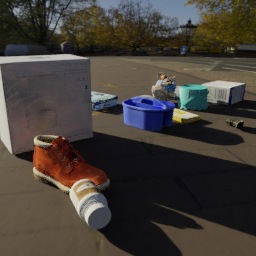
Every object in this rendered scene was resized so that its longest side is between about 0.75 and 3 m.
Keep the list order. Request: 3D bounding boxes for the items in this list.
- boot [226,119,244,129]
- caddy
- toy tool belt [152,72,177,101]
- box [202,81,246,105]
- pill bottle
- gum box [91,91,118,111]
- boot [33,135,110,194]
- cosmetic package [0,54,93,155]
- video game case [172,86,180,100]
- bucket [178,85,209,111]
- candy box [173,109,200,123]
[{"bbox_3d":[4.278,-0.171,11.382,0.654,0.313,0.866,11,15,35],"label":"boot"},{"bbox_3d":[0.839,-0.753,11.666,2.344,1.230,1.657,16,25,40],"label":"caddy"},{"bbox_3d":[2.231,-2.255,15.374,1.295,1.316,2.108,-5,41,30],"label":"toy tool belt"},{"bbox_3d":[5.340,-2.002,15.746,1.904,0.999,1.751,-18,25,-41],"label":"box"},{"bbox_3d":[-0.765,1.547,5.731,0.615,0.615,1.076,-9,21,-24],"label":"pill bottle"},{"bbox_3d":[-1.927,-1.482,15.021,2.170,0.483,1.843,13,23,35],"label":"gum box"},{"bbox_3d":[-1.469,0.856,6.894,2.285,1.225,0.857,11,20,26],"label":"boot"},{"bbox_3d":[-2.868,-0.945,9.599,2.864,2.873,1.766,-13,24,-32],"label":"cosmetic package"},{"bbox_3d":[3.474,-2.124,17.120,2.328,0.281,2.554,10,23,27],"label":"video game case"},{"bbox_3d":[3.371,-1.602,14.472,1.642,1.068,1.642,0,19,0],"label":"bucket"},{"bbox_3d":[2.266,-0.594,12.731,0.936,0.242,1.831,-14,23,-30],"label":"candy box"}]
